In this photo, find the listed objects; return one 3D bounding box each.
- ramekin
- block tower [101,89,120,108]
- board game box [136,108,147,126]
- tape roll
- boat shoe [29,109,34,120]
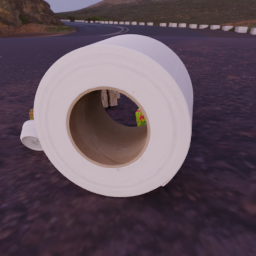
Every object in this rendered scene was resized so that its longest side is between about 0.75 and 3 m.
[{"bbox_3d":[-2.306,0.217,7.103,0.832,0.832,0.437,4,53,9],"label":"ramekin"},{"bbox_3d":[-1.644,-0.990,9.930,2.877,0.777,0.832,-15,16,-34],"label":"block tower"},{"bbox_3d":[1.105,-0.666,9.389,1.144,0.536,2.252,-3,20,18],"label":"board game box"},{"bbox_3d":[-0.138,-0.342,5.697,2.883,2.883,1.979,5,23,12],"label":"tape roll"},{"bbox_3d":[-1.966,-0.412,8.420,0.753,0.711,2.092,-10,5,35],"label":"boat shoe"}]
